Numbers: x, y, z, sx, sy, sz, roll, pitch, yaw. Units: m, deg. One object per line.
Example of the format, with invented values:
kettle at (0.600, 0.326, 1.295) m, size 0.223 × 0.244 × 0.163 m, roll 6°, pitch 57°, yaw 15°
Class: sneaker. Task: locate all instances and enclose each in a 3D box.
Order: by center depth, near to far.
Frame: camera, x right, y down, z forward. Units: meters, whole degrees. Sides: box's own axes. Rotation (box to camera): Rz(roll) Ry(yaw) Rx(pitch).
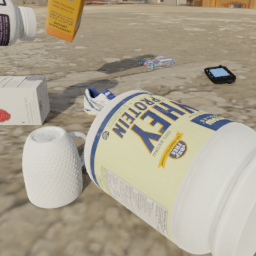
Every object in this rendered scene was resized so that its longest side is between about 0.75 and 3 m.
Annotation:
sneaker at (-0.541, -0.674, 8.111) m, size 1.866 × 0.822 × 0.702 m, roll 15°, pitch 30°, yaw 24°

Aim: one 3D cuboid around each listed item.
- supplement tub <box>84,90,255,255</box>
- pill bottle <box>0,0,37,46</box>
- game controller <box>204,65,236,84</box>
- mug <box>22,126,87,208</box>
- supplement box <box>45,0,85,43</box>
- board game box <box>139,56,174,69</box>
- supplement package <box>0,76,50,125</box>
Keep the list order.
supplement tub at (0.816, 0.638, 4.395) m, size 1.951 × 1.951 × 2.691 m, roll -25°, pitch 36°, yaw -38°
pill bottle at (-2.907, -2.222, 5.859) m, size 1.769 × 0.986 × 0.986 m, roll -9°, pitch 28°, yaw -34°
game controller at (3.729, -2.209, 11.472) m, size 0.937 × 0.378 × 1.796 m, roll 0°, pitch 27°, yaw 0°
mug at (-1.277, 0.588, 5.273) m, size 1.044 × 1.240 × 1.414 m, roll 24°, pitch 36°, yaw 37°
supplement box at (-1.701, -3.980, 8.072) m, size 0.976 × 2.933 × 1.009 m, roll 18°, pitch 52°, yaw -9°
board game box at (1.360, -3.178, 13.434) m, size 1.404 × 0.242 × 0.950 m, roll -17°, pitch 32°, yaw -29°
supplement package at (-3.319, -0.787, 7.973) m, size 1.860 × 1.128 × 1.114 m, roll -1°, pitch 28°, yaw -1°
